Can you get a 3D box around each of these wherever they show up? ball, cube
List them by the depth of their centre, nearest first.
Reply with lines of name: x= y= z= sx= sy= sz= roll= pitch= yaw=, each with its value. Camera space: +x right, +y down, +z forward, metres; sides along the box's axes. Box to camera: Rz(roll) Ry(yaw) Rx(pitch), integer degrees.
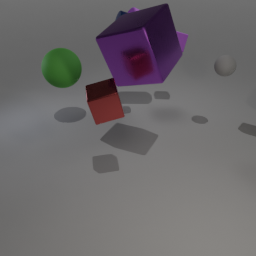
cube: x=-0.536 y=-0.620 z=6.484 sx=0.700 sy=0.700 sz=0.700 roll=-16 pitch=40 yaw=1
cube: x=0.330 y=-2.020 z=6.983 sx=1.400 sy=1.400 sz=1.400 roll=2 pitch=41 yaw=36
ball: x=3.224 y=-2.062 z=9.289 sx=0.700 sy=0.700 sz=0.700 roll=0 pitch=29 yaw=0
ball: x=-2.356 y=-2.130 z=9.978 sx=1.400 sy=1.400 sz=1.400 roll=0 pitch=29 yaw=0
cube: x=1.937 y=-3.524 z=11.390 sx=0.700 sy=0.700 sz=0.700 roll=13 pitch=15 yaw=-8

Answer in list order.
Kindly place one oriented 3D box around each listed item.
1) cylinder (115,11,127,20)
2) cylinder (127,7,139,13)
cylinder: x=-0.018 y=-3.294 z=8.954 sx=0.700 sy=0.700 sz=0.700 roll=10 pitch=25 yaw=-20
cylinder: x=0.524 y=-3.648 z=10.733 sx=1.400 sy=1.400 sz=1.400 roll=17 pitch=23 yaw=-22
